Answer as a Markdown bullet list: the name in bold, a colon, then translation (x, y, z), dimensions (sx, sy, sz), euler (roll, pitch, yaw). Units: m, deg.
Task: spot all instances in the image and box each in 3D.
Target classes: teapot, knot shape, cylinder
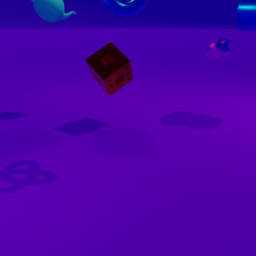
- **teapot**: translation (2.687, -2.246, 8.157), dimensions (1.144, 0.560, 0.711), euler (-29, -4, 9)
- **knot shape**: translation (-0.227, -2.364, 4.477), dimensions (1.282, 0.633, 1.370), euler (38, 40, -6)
- **cylinder**: translation (3.939, -3.417, 7.925), dimensions (1.349, 1.349, 1.349), euler (16, 27, 31)
- **teapot**: translation (-2.260, -3.629, 8.357), dimensions (1.447, 0.708, 0.900), euler (26, -21, -18)

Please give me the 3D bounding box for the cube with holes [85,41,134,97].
- **cube with holes**: translation (-0.509, -1.674, 8.058), dimensions (0.919, 0.919, 0.919), euler (-37, 68, -8)
